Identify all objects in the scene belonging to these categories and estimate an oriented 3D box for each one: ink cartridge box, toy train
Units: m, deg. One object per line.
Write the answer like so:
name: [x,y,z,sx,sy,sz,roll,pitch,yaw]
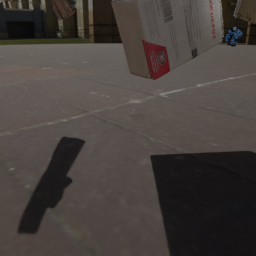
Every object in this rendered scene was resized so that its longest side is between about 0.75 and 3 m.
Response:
ink cartridge box: [1.145,-2.736,7.270,2.699,1.966,1.144,-31,33,-23]
toy train: [3.558,-3.042,9.452,0.329,0.433,0.758,-31,-17,-7]

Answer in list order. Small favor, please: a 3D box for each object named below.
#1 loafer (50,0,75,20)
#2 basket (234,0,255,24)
loafer: [-2.354,-4.483,9.228,0.652,0.746,2.075,-15,-21,1]
basket: [3.038,-2.991,6.448,0.701,1.034,0.638,-18,48,-26]
